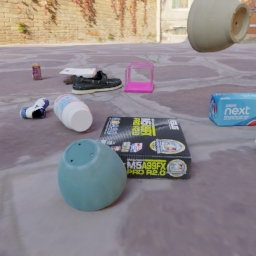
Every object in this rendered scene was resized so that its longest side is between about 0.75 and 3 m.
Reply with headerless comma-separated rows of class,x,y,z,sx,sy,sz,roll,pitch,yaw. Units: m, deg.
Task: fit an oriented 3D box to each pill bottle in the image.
pill bottle,-1.657,-0.454,8.487,0.865,0.865,1.591,-10,23,-26

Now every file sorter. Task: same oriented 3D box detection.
file sorter,0.571,-2.488,13.497,1.308,1.181,1.883,3,21,7

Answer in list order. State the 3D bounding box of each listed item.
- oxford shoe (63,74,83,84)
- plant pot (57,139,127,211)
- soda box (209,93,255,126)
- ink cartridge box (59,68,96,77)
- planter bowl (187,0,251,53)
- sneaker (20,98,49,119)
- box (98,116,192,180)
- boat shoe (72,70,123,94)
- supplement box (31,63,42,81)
oxford shoe,-2.891,-2.583,14.761,1.156,0.488,0.420,-17,28,-34
plant pot,-0.700,0.674,4.842,1.238,0.834,1.238,-7,46,7
soda box,3.986,-0.615,8.902,2.577,0.874,0.827,-1,21,-3
ink cartridge box,-2.837,-3.071,16.078,1.810,0.459,2.054,0,20,-1
planter bowl,2.447,-2.727,7.251,1.596,1.596,1.074,-16,26,-37
sneaker,-2.989,-0.588,9.530,0.688,0.481,1.192,13,30,21
box,0.340,0.359,6.756,1.991,0.550,2.486,1,21,3
boat shoe,-1.398,-2.254,13.237,2.758,0.914,1.031,-14,24,-32
supplement box,-5.142,-3.153,15.712,0.449,0.871,0.570,-9,22,-23
